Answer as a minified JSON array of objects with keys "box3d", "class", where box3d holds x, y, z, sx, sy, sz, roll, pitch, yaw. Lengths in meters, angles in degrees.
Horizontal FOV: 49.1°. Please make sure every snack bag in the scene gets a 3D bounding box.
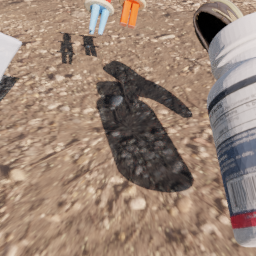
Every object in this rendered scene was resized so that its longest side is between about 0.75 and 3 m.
[{"box3d":[-3.570,-1.374,5.387,2.406,2.269,0.258,16,41,-40],"class":"snack bag"}]

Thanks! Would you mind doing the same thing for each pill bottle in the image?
[{"box3d":[1.950,-0.015,3.633,1.660,1.660,2.776,-3,68,-4],"class":"pill bottle"}]

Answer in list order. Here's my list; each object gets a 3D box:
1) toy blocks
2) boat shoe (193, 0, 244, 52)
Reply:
[{"box3d":[-0.306,-3.488,7.831,0.830,2.285,1.904,7,-7,44],"class":"toy blocks"},{"box3d":[2.206,-1.275,5.522,1.044,1.060,2.847,-30,78,-41],"class":"boat shoe"}]
